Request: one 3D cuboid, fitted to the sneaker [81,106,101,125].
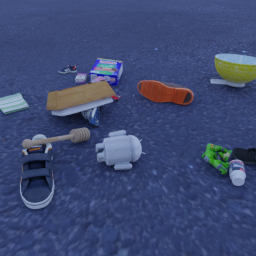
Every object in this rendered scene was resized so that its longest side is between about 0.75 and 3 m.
[{"bbox_3d":[-1.610,-0.606,11.974,0.818,0.740,1.921,-11,27,2],"label":"sneaker"}]

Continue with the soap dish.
[{"bbox_3d":[-2.092,-1.316,12.008,2.558,1.039,2.012,-18,12,-26],"label":"soap dish"}]

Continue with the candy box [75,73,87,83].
[{"bbox_3d":[-2.583,-2.754,15.441,0.533,0.238,0.781,1,34,2],"label":"candy box"}]

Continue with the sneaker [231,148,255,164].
[{"bbox_3d":[4.508,0.882,9.585,1.815,0.744,0.665,11,35,17],"label":"sneaker"}]

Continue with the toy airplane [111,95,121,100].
[{"bbox_3d":[-0.904,-1.563,13.444,1.205,0.222,1.205,15,5,-1],"label":"toy airplane"}]

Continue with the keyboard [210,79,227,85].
[{"bbox_3d":[5.387,-2.453,15.159,1.779,0.095,0.501,6,39,9],"label":"keyboard"}]

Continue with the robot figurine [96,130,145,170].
[{"bbox_3d":[-0.260,0.756,9.581,1.665,0.940,1.412,-8,71,-10],"label":"robot figurine"}]

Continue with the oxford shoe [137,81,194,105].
[{"bbox_3d":[1.798,-1.757,13.502,2.700,0.963,0.984,16,25,10],"label":"oxford shoe"}]

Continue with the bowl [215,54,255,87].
[{"bbox_3d":[5.634,-2.894,14.386,2.504,1.347,2.504,3,25,-1],"label":"bowl"}]

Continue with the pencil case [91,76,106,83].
[{"bbox_3d":[-1.777,-2.039,14.038,0.688,0.688,1.573,20,39,27],"label":"pencil case"}]

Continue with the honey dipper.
[{"bbox_3d":[-2.444,0.379,9.722,0.520,0.520,2.740,25,20,32],"label":"honey dipper"}]

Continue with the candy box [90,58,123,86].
[{"bbox_3d":[-1.160,-3.119,15.456,1.507,0.687,1.783,7,38,5],"label":"candy box"}]

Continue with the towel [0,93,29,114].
[{"bbox_3d":[-5.428,-1.167,13.137,1.191,0.183,1.562,-21,39,-27],"label":"towel"}]

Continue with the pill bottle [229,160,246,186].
[{"bbox_3d":[3.509,1.445,8.991,0.477,0.477,0.798,7,35,10],"label":"pill bottle"}]

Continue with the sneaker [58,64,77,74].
[{"bbox_3d":[-3.534,-3.463,16.315,1.055,0.446,0.395,-9,35,-13],"label":"sneaker"}]

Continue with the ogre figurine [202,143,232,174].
[{"bbox_3d":[3.027,0.978,9.580,0.826,0.676,1.378,26,54,6],"label":"ogre figurine"}]

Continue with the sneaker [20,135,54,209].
[{"bbox_3d":[-2.880,1.247,8.806,1.032,1.045,2.632,-6,36,-12],"label":"sneaker"}]
